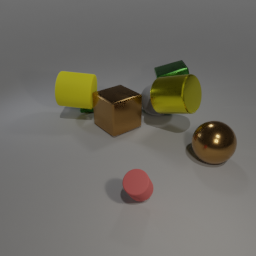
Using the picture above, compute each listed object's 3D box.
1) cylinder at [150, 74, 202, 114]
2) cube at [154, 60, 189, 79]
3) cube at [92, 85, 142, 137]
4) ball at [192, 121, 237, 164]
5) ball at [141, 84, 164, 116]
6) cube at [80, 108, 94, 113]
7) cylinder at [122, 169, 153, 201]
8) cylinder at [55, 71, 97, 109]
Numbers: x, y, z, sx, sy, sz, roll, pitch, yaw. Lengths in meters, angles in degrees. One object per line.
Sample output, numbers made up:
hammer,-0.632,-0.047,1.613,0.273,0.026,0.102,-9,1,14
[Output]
cylinder,1.772,-1.222,10.328,1.400,1.400,1.400,3,25,41
cube,2.099,-2.149,13.016,1.400,1.400,1.400,-14,27,7
cube,-0.421,-0.719,11.034,1.400,1.400,1.400,-22,36,-32
ball,2.774,0.462,9.053,1.400,1.400,1.400,0,30,0
ball,1.218,-1.207,11.924,1.400,1.400,1.400,0,30,0
cube,-1.760,-1.153,12.481,0.700,0.700,0.700,-1,30,0
cylinder,0.275,1.518,7.406,0.700,0.700,0.700,-7,61,12
cylinder,-2.062,-1.530,11.335,1.400,1.400,1.400,6,31,3
